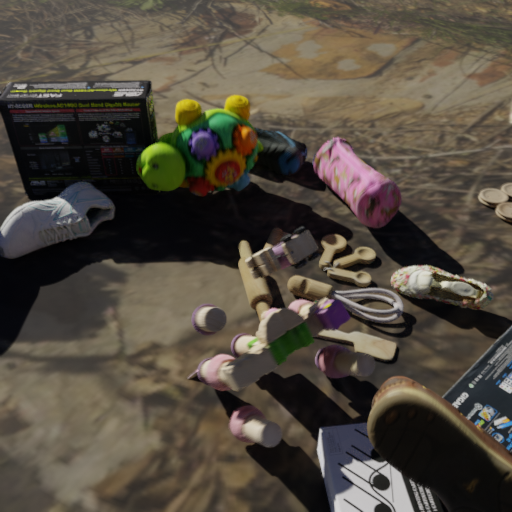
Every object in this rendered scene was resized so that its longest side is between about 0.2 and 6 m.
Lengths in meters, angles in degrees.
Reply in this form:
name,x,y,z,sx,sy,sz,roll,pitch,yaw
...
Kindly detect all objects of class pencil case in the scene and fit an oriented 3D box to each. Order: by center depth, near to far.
name,x,y,z,sx,sy,sz,roll,pitch,yaw
pencil case,1.973,-1.503,11.171,1.032,0.987,2.385,18,25,-29

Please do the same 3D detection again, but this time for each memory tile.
name,x,y,z,sx,sy,sz,roll,pitch,yaw
memory tile,5.881,-1.049,11.462,2.245,0.189,1.721,-14,42,-15

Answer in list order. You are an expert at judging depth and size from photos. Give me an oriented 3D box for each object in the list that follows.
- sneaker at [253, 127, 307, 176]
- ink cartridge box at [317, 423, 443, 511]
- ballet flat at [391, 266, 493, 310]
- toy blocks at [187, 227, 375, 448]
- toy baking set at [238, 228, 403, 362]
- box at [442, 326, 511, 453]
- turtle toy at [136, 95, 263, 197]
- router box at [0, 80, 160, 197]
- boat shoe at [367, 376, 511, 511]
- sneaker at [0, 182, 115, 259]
name,x,y,z,sx,sy,sz,roll,pitch,yaw
sneaker,0.064,-2.511,12.814,2.296,0.841,0.940,24,38,11
ink cartridge box,1.502,3.055,6.235,1.166,0.549,2.481,-4,40,-5
ballet flat,3.020,0.469,9.164,1.636,0.523,0.619,9,82,21
toy blocks,0.079,1.092,7.689,2.049,2.192,1.845,-30,4,-21
toy baking set,1.036,0.462,9.480,2.539,0.385,3.308,-5,40,-6
box,3.893,2.102,7.294,2.834,0.652,2.252,-31,49,-32
turtle toy,-1.065,-1.973,11.133,2.709,1.975,1.369,-11,48,-21
router box,-3.483,-2.388,11.493,2.914,2.184,0.905,-1,40,-2
boat shoe,2.414,2.388,6.061,2.857,1.028,0.965,45,20,2
sneaker,-3.693,-0.640,10.479,0.951,0.834,2.373,28,47,25
